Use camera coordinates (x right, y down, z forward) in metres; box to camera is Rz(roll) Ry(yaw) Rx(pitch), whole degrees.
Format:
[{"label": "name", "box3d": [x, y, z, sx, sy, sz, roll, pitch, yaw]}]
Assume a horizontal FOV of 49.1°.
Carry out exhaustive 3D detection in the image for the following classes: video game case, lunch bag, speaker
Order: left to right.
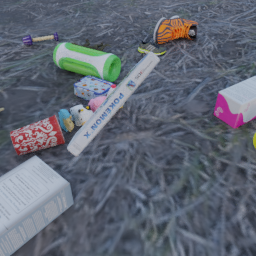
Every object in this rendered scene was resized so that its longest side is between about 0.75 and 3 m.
[{"label": "speaker", "box3d": [-1.567, -2.500, 10.572, 2.521, 1.115, 1.115, 20, 44, 22]}, {"label": "lunch bag", "box3d": [-1.173, -1.387, 9.708, 1.315, 0.497, 1.054, 24, 44, 25]}, {"label": "video game case", "box3d": [-0.314, -0.415, 4.910, 1.837, 0.222, 2.015, -49, 8, -1]}]

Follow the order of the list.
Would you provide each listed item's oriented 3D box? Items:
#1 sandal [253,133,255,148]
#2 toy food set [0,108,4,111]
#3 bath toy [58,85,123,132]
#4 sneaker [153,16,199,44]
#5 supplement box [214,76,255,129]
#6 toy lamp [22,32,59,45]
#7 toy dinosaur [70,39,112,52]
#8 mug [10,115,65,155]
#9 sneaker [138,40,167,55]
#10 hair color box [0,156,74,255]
[{"label": "sandal", "box3d": [4.551, 0.532, 7.076, 1.061, 0.968, 2.436, -28, 48, -35]}, {"label": "toy food set", "box3d": [-4.694, -0.542, 8.895, 1.521, 0.305, 1.050, 23, 37, 33]}, {"label": "bath toy", "box3d": [-1.003, -0.658, 8.556, 2.270, 0.839, 0.987, -29, 48, -31]}, {"label": "sneaker", "box3d": [2.398, -4.576, 13.082, 1.570, 1.087, 2.803, 22, 45, 26]}, {"label": "supplement box", "box3d": [3.677, -0.837, 8.707, 1.786, 0.904, 0.923, -23, 45, -26]}, {"label": "toy lamp", "box3d": [-4.094, -4.171, 13.103, 1.596, 0.464, 0.464, -15, 42, -21]}, {"label": "toy dinosaur", "box3d": [-1.578, -3.363, 12.101, 1.781, 0.685, 0.911, 13, 53, 7]}, {"label": "mug", "box3d": [-2.447, 0.265, 7.660, 1.241, 1.102, 0.828, -19, 79, -16]}, {"label": "sneaker", "box3d": [1.061, -3.534, 12.253, 1.303, 0.528, 0.482, 10, 41, 12]}, {"label": "hair color box", "box3d": [-2.513, 1.764, 5.671, 1.260, 0.772, 2.545, 29, 47, 31]}]
